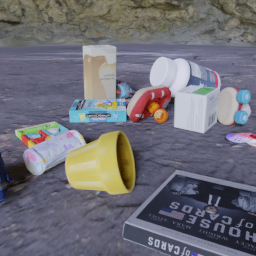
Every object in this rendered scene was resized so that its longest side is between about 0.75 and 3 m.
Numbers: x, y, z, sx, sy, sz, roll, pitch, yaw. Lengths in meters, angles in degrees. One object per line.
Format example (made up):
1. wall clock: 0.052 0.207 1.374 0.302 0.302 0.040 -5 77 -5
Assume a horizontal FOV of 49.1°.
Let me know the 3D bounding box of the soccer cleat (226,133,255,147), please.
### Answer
1. soccer cleat: 3.690 0.293 8.911 1.101 0.403 0.375 11 44 25

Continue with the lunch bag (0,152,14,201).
1. lunch bag: -3.273 1.158 5.829 1.649 1.091 1.120 -8 6 -17

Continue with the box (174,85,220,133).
1. box: 2.533 -0.738 10.297 1.196 1.396 1.389 13 25 33

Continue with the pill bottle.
1. pill bottle: 2.456 -2.065 12.257 2.825 1.689 1.689 12 14 -28

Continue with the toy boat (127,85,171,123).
1. toy boat: 1.006 -0.757 10.936 2.111 1.378 1.380 -18 56 -39

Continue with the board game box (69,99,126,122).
1. board game box: -1.184 -0.749 11.572 2.195 0.515 1.657 -1 21 -2

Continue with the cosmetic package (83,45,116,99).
1. cosmetic package: -1.333 -2.545 13.304 1.381 2.626 0.933 -14 27 -28

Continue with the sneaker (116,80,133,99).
1. sneaker: -0.511 -2.054 14.775 1.128 0.936 2.361 1 26 -29

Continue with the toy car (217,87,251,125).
1. toy car: 4.219 -0.815 10.804 1.599 1.415 1.474 0 6 -34

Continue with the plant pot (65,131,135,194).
1. plant pot: -0.648 0.845 6.404 1.313 1.396 1.396 -10 18 14

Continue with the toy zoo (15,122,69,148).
1. toy zoo: -2.591 0.315 9.177 1.465 0.228 2.233 -15 26 -35

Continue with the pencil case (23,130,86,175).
1. pencil case: -1.946 0.647 7.645 0.789 0.723 1.740 33 34 23

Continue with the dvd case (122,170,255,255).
1. dvd case: 1.521 1.532 5.128 2.211 0.364 2.942 10 12 24
